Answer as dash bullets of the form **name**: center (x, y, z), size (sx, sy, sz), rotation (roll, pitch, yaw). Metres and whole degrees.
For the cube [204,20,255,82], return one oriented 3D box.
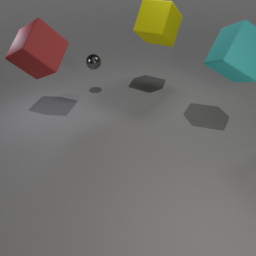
- **cube**: center (3.648, -2.437, 9.193), size (1.400, 1.400, 1.400), rotation (27, 3, -14)

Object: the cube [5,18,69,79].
- **cube**: center (-3.299, -2.835, 10.231), size (1.400, 1.400, 1.400), rotation (-6, 60, 43)

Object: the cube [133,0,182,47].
- **cube**: center (1.293, -4.477, 12.002), size (1.400, 1.400, 1.400), rotation (19, 3, 29)

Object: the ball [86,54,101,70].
- **ball**: center (-1.586, -3.037, 12.878), size (0.700, 0.700, 0.700), rotation (0, 32, 0)
